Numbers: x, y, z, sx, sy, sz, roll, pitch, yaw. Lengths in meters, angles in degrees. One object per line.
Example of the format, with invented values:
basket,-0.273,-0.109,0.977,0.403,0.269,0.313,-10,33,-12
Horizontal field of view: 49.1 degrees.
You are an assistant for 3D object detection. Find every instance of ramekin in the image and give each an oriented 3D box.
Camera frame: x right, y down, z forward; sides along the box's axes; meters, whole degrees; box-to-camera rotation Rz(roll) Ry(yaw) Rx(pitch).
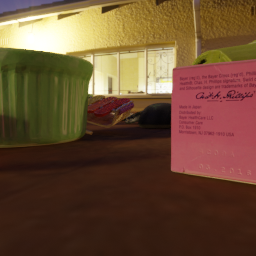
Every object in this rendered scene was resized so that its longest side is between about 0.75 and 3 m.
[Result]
ramekin,-2.126,-0.504,5.263,2.944,1.438,2.944,0,4,0

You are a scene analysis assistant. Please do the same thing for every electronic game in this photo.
electronic game,0.405,-0.421,10.615,1.104,0.230,1.104,-21,13,5

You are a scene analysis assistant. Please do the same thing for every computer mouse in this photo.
computer mouse,1.247,-0.451,9.317,1.988,0.757,2.871,2,5,26

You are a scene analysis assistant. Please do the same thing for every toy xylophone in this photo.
toy xylophone,-0.995,-0.468,7.023,2.181,0.548,1.597,11,26,20

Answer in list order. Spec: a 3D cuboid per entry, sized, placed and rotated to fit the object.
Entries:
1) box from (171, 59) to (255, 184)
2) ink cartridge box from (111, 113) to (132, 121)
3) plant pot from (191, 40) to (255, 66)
box,1.702,-0.092,2.747,1.787,0.982,2.031,3,5,40
ink cartridge box,-0.729,-0.551,13.568,0.952,0.375,1.915,-4,7,-43
plant pot,3.012,-1.183,7.519,2.531,2.666,2.666,-7,7,-31
